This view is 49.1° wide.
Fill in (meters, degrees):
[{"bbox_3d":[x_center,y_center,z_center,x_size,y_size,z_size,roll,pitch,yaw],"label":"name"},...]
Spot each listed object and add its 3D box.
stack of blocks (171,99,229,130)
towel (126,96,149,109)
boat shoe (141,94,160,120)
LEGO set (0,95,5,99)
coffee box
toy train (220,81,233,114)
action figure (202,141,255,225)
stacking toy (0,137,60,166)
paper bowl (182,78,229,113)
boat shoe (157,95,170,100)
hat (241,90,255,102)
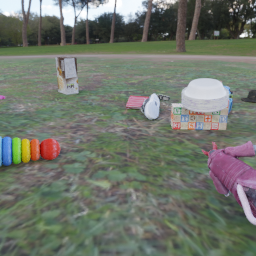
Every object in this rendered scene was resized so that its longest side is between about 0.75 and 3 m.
[{"bbox_3d":[2.574,-0.553,10.185,1.936,1.115,0.567,0,18,2],"label":"stack of blocks"},{"bbox_3d":[0.683,-1.224,13.616,1.403,0.218,1.940,4,21,5],"label":"towel"},{"bbox_3d":[0.868,-0.836,11.857,0.666,0.705,1.964,-27,22,24],"label":"boat shoe"},{"bbox_3d":[-6.895,-1.658,14.347,0.623,0.579,1.517,6,21,17],"label":"LEGO set"},{"bbox_3d":[-3.510,-3.049,16.160,0.812,2.037,1.165,-14,23,-37],"label":"coffee box"},{"bbox_3d":[3.989,-1.375,12.406,1.232,0.935,2.157,15,35,12],"label":"toy train"},{"bbox_3d":[1.977,0.980,5.074,1.567,1.410,2.104,4,27,-36],"label":"action figure"},{"bbox_3d":[-2.879,0.614,7.373,2.133,0.911,0.911,0,17,-23],"label":"stacking toy"},{"bbox_3d":[2.523,-1.126,9.186,1.502,0.781,1.502,-3,27,1],"label":"paper bowl"},{"bbox_3d":[1.795,-1.564,14.552,0.773,0.286,0.233,9,14,0],"label":"boat shoe"},{"bbox_3d":[6.583,-1.673,14.422,1.384,0.558,1.384,0,20,0],"label":"hat"}]
